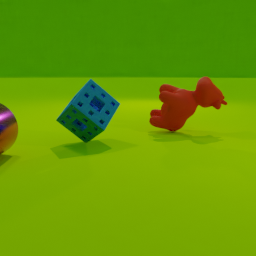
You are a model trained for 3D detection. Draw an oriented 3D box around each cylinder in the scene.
[{"bbox_3d":[-2.507,0.086,4.681,1.012,1.012,1.012,0,11,-2],"label":"cylinder"}]

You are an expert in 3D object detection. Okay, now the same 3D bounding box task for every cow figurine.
[{"bbox_3d":[1.473,-0.532,6.905,1.592,1.618,0.888,17,31,-3],"label":"cow figurine"}]

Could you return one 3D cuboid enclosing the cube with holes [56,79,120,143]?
[{"bbox_3d":[-0.828,-0.334,5.849,0.806,0.806,0.806,-33,23,49],"label":"cube with holes"}]
